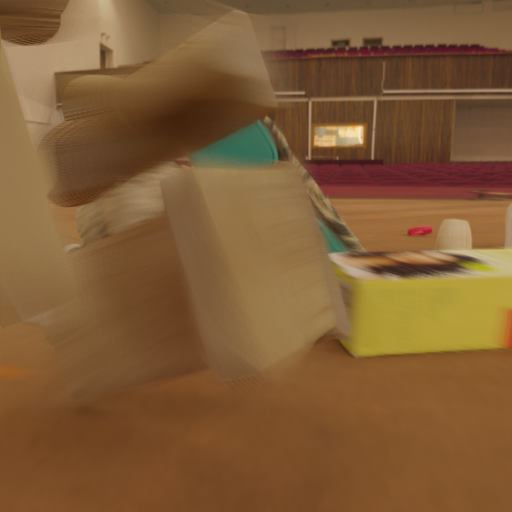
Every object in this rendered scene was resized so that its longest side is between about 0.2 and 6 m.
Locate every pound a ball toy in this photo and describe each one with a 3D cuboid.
[{"bbox_3d":[3.606,-0.458,7.439,1.852,1.207,2.841,5,10,29],"label":"pound a ball toy"}]

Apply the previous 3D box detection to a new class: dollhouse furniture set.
[{"bbox_3d":[-1.018,-0.255,1.862,1.602,1.870,1.966,-19,-4,30],"label":"dollhouse furniture set"}]

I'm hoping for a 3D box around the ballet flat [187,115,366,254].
[{"bbox_3d":[0.202,-0.565,5.351,0.903,2.661,1.002,-42,-14,19],"label":"ballet flat"}]

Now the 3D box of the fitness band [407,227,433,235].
[{"bbox_3d":[3.184,-0.486,10.885,0.397,0.103,0.552,3,-8,-15],"label":"fitness band"}]

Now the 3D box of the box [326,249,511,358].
[{"bbox_3d":[1.743,0.305,4.283,2.345,0.588,0.883,-1,13,-11],"label":"box"}]

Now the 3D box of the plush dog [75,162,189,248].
[{"bbox_3d":[-0.975,-0.348,5.126,1.805,2.250,1.932,-35,12,-19],"label":"plush dog"}]

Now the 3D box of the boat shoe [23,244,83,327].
[{"bbox_3d":[-1.476,0.232,4.676,1.870,0.653,0.663,4,10,27],"label":"boat shoe"}]
